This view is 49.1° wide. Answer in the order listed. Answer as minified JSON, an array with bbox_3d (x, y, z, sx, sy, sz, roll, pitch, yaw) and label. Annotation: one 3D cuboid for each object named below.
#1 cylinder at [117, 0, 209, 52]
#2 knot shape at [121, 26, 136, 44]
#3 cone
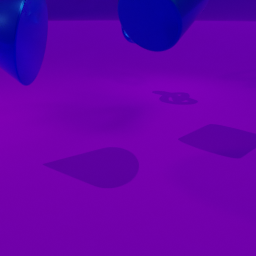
[{"bbox_3d":[0.722,-2.483,5.572,1.389,1.389,1.389,16,54,33],"label":"cylinder"},{"bbox_3d":[0.540,-3.173,9.050,1.760,0.869,1.881,38,-4,-17],"label":"knot shape"},{"bbox_3d":[-2.334,-1.629,4.616,1.577,1.571,1.571,11,23,-3],"label":"cone"}]
